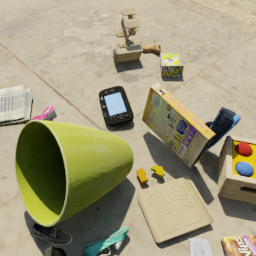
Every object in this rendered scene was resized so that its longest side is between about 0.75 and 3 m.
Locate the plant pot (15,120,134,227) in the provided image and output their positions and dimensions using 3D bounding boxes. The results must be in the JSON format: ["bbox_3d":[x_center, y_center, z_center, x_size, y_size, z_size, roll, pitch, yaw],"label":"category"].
[{"bbox_3d":[-1.339,1.106,8.436,2.999,2.806,2.806,-5,39,-46],"label":"plant pot"}]

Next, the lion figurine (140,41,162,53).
[{"bbox_3d":[1.170,-4.283,15.003,1.311,0.475,0.803,-8,54,12],"label":"lion figurine"}]

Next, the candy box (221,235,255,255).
[{"bbox_3d":[3.338,3.428,7.824,1.265,0.357,0.738,-4,48,-2],"label":"candy box"}]

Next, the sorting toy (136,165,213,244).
[{"bbox_3d":[1.288,2.232,8.996,1.873,0.337,2.514,-18,49,-10],"label":"sorting toy"}]

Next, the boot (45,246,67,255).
[{"bbox_3d":[-0.961,3.822,7.051,1.749,0.880,2.339,-24,62,-12],"label":"boot"}]

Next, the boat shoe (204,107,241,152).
[{"bbox_3d":[2.954,0.042,9.595,0.779,2.269,0.955,44,50,12],"label":"boat shoe"}]

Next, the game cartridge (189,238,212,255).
[{"bbox_3d":[2.033,3.574,7.818,0.614,0.186,0.921,2,47,6],"label":"game cartridge"}]

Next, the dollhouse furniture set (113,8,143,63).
[{"bbox_3d":[-0.224,-4.584,14.288,1.389,1.961,2.134,-11,78,-12],"label":"dollhouse furniture set"}]

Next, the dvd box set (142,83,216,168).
[{"bbox_3d":[1.587,-0.056,9.635,0.386,1.921,2.626,-31,63,-27],"label":"dvd box set"}]

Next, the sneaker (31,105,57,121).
[{"bbox_3d":[-3.316,-0.283,11.080,1.297,0.572,0.527,-38,47,-9],"label":"sneaker"}]

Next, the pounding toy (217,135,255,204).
[{"bbox_3d":[4.251,1.162,9.075,2.247,1.598,2.069,10,48,9],"label":"pounding toy"}]

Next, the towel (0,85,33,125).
[{"bbox_3d":[-5.182,-0.968,11.896,2.194,0.379,2.113,-8,48,-9],"label":"towel"}]

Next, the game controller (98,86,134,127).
[{"bbox_3d":[-0.532,-0.965,11.828,1.181,0.477,2.264,-10,47,-10],"label":"game controller"}]

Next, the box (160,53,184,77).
[{"bbox_3d":[2.110,-3.087,13.671,1.038,0.657,1.077,1,48,1],"label":"box"}]

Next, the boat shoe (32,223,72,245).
[{"bbox_3d":[-2.222,3.063,8.152,1.215,0.362,0.436,13,48,12],"label":"boat shoe"}]

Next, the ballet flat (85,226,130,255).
[{"bbox_3d":[-0.518,3.300,7.949,1.381,0.465,0.486,-20,75,-18],"label":"ballet flat"}]
